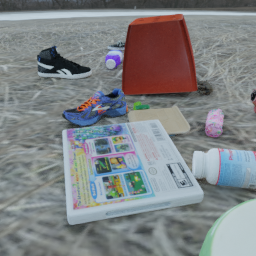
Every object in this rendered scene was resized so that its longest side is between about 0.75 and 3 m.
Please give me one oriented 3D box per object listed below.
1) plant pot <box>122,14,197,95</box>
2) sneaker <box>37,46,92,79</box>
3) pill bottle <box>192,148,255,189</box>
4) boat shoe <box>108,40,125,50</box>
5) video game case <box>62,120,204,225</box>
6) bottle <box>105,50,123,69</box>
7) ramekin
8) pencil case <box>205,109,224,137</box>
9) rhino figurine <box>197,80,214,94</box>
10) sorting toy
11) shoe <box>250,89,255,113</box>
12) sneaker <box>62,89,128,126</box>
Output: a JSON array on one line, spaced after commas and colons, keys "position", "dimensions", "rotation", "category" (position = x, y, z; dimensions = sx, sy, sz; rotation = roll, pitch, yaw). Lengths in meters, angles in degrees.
[{"position": [1.279, -3.098, 11.335], "dimensions": [2.916, 2.570, 2.914], "rotation": [-1, 28, 12], "category": "plant pot"}, {"position": [-2.955, -3.045, 12.797], "dimensions": [2.518, 1.408, 0.920], "rotation": [1, 28, 1], "category": "sneaker"}, {"position": [2.154, 0.853, 6.044], "dimensions": [1.446, 0.786, 0.786], "rotation": [5, 28, 7], "category": "pill bottle"}, {"position": [-0.478, -5.374, 18.134], "dimensions": [1.681, 0.574, 0.621], "rotation": [1, 28, 1], "category": "boat shoe"}, {"position": [-0.113, 0.770, 6.477], "dimensions": [2.662, 0.346, 2.924], "rotation": [-7, 34, -11], "category": "video game case"}, {"position": [-0.774, -3.577, 14.641], "dimensions": [0.816, 0.638, 1.953], "rotation": [1, 28, 6], "category": "bottle"}, {"position": [2.031, 2.093, 2.989], "dimensions": [2.911, 1.422, 2.911], "rotation": [0, 28, 0], "category": "ramekin"}, {"position": [2.582, -0.172, 8.318], "dimensions": [0.502, 0.502, 1.148], "rotation": [10, 30, 18], "category": "pencil case"}, {"position": [3.095, -1.698, 11.344], "dimensions": [0.579, 0.396, 1.324], "rotation": [0, 25, 3], "category": "rhino figurine"}, {"position": [0.834, -0.323, 8.791], "dimensions": [1.621, 0.323, 2.193], "rotation": [-8, 32, -5], "category": "sorting toy"}, {"position": [4.170, -0.871, 9.044], "dimensions": [0.512, 1.126, 0.402], "rotation": [0, 56, -1], "category": "shoe"}, {"position": [-1.045, -0.730, 8.943], "dimensions": [2.300, 0.902, 0.867], "rotation": [-20, 33, -33], "category": "sneaker"}]
